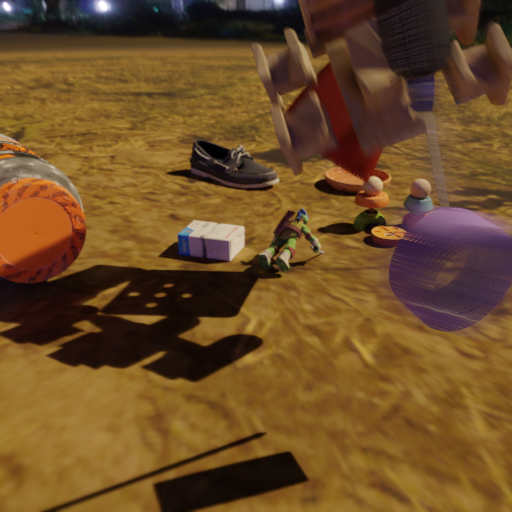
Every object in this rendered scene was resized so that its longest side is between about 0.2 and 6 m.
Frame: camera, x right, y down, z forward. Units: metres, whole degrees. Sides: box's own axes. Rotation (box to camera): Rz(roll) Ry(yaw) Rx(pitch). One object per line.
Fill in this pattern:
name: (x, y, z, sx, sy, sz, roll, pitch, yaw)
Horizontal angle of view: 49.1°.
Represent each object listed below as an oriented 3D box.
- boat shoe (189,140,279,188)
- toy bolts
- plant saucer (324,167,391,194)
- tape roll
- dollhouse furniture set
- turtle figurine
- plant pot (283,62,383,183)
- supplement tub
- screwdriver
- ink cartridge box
boat shoe: (-0.514, -1.917, 11.544, 2.266, 0.711, 0.823, 19, 30, 35)
toy bolts: (2.252, -0.759, 8.833, 1.222, 0.848, 1.167, -4, 25, -8)
plant saucer: (2.024, -1.517, 11.239, 1.319, 0.247, 1.319, 0, 25, 0)
tape roll: (1.389, 0.100, 3.975, 0.824, 0.824, 0.350, -9, 28, -18)
dollhouse furniture set: (1.171, -2.161, 6.099, 2.182, 2.376, 1.546, -19, -20, 11)
turtle figurine: (0.512, -0.088, 7.957, 0.711, 0.988, 0.958, 32, 55, 13)
plant pot: (1.049, -1.704, 6.654, 1.219, 1.075, 1.220, 31, 16, -2)
supplement tub: (-3.451, -0.698, 7.732, 1.650, 1.650, 2.692, -17, 30, -33)
screwdriver: (1.067, -0.760, 3.576, 0.371, 2.548, 0.355, -18, 48, 6)
ink cartridge box: (-0.654, -0.229, 8.268, 0.830, 0.350, 0.606, 8, 26, 18)
